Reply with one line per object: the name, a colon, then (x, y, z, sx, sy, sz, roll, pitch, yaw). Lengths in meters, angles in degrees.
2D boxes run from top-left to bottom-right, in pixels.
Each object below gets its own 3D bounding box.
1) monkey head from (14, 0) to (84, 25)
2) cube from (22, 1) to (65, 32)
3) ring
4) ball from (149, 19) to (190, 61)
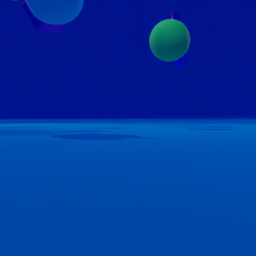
monkey head: (-1.324, -2.610, 4.934, 1.194, 1.425, 1.981, 11, 2, -38)
cube: (-1.907, -2.829, 6.684, 0.732, 0.732, 0.732, -34, -5, 35)
ring: (1.746, -3.027, 9.755, 0.383, 1.915, 1.915, -7, 0, 17)
ball: (1.114, -2.338, 7.504, 1.075, 1.075, 1.075, 0, 2, 0)
